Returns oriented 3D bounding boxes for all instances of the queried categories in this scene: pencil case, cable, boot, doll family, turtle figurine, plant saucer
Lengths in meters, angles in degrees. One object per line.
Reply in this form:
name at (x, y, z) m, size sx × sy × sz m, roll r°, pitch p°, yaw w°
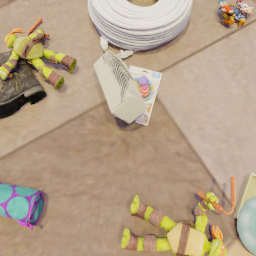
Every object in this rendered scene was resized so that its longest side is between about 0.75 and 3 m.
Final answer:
pencil case at (-2.919, 1.656, 6.248) m, size 1.930 × 0.821 × 0.892 m, roll 9°, pitch 45°, yaw 0°
cable at (0.328, -3.648, 7.945) m, size 2.961 × 1.025 × 2.961 m, roll -19°, pitch 73°, yaw -6°
boot at (-3.221, -1.235, 7.391) m, size 1.888 × 0.654 × 1.644 m, roll -25°, pitch 73°, yaw -20°
doll family at (3.107, -3.326, 8.197) m, size 1.168 × 0.526 × 0.725 m, roll -13°, pitch 64°, yaw -23°
turtle figurine at (1.143, 2.237, 6.063) m, size 2.315 × 0.925 × 2.871 m, roll 15°, pitch 80°, yaw 13°
turtle figurine at (-2.420, -2.043, 7.451) m, size 2.027 × 0.809 × 2.513 m, roll 30°, pitch 54°, yaw -1°
plant saucer at (3.147, 2.187, 6.162) m, size 1.396 × 0.269 × 1.396 m, roll 0°, pitch 72°, yaw 0°

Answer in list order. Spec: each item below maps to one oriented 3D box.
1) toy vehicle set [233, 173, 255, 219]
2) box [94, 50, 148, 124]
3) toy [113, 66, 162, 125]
toy vehicle set at (3.520, 1.954, 6.504) m, size 1.843 × 0.244 × 1.145 m, roll 25°, pitch 73°, yaw 8°
box at (-0.221, -1.036, 6.832) m, size 0.623 × 0.748 × 1.821 m, roll -39°, pitch 50°, yaw 20°
toy at (0.282, -0.951, 7.400) m, size 0.935 × 0.383 × 1.624 m, roll 16°, pitch 72°, yaw 4°
